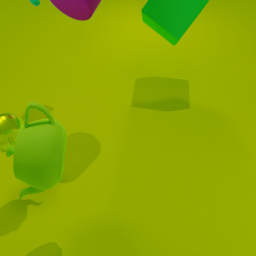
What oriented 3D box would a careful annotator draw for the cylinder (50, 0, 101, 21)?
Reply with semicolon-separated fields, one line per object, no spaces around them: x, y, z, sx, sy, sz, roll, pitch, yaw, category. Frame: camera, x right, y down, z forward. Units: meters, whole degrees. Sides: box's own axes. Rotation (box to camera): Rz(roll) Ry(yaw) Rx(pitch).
-1.039;-3.171;6.082;1.151;1.151;1.151;21;75;20;cylinder

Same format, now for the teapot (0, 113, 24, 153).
-2.349;0.130;5.550;1.324;0.823;0.648;-15;49;-43;teapot

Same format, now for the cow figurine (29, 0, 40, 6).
-2.460;-4.081;7.286;1.339;1.317;0.735;-43;13;-5;cow figurine

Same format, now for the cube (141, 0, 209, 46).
1.359;-3.536;8.466;1.381;1.381;1.381;37;10;-2;cube

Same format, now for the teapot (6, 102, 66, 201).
-1.484;0.456;4.533;0.900;1.839;1.143;5;24;-10;teapot
